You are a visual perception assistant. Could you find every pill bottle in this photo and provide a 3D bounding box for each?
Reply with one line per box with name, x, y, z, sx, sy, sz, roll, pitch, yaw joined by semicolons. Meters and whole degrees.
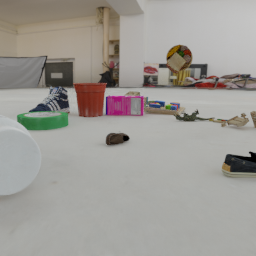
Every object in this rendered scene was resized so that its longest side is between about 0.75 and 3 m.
pill bottle;-2.848;0.422;5.873;1.435;1.435;2.537;-8;13;-35

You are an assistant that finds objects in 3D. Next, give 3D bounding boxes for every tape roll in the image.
tape roll;-3.742;-0.354;12.383;2.173;0.522;2.173;0;10;0

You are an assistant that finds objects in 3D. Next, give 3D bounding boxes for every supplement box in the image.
supplement box;-0.151;-1.268;15.720;2.085;1.078;1.055;2;10;4

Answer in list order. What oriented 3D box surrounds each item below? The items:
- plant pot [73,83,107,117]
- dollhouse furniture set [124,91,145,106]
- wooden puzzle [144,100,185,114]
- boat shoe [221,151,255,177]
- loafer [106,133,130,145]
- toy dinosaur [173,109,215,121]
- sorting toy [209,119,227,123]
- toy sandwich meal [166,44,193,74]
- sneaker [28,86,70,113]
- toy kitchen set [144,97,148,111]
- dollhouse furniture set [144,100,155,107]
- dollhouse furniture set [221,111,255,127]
plant pot;-2.041;-1.553;15.307;1.820;1.770;1.820;-1;11;0
dollhouse furniture set;0.085;-1.511;17.925;1.504;1.060;1.054;-41;31;-26
wooden puzzle;2.243;-1.287;16.838;2.114;0.528;2.282;8;13;20
boat shoe;2.949;0.810;6.391;1.632;0.508;0.609;0;9;-5
loafer;-0.320;0.336;9.149;0.369;0.380;1.040;7;13;38
toy dinosaur;3.178;-0.580;13.792;1.973;0.468;0.870;0;25;0
sorting toy;4.362;-0.373;13.513;0.946;0.127;0.705;8;13;36
toy sandwich meal;2.186;-2.998;12.034;1.252;1.252;0.429;1;4;5
sneaker;-4.312;-1.462;15.324;1.015;1.571;2.895;6;12;28
toy kitchen set;1.306;-1.527;17.472;0.659;0.896;1.119;5;12;17
dollhouse furniture set;1.088;-1.877;18.759;2.046;0.790;1.023;-5;-4;22
dollhouse furniture set;4.908;-0.074;11.736;1.453;0.710;1.239;-25;13;-5
